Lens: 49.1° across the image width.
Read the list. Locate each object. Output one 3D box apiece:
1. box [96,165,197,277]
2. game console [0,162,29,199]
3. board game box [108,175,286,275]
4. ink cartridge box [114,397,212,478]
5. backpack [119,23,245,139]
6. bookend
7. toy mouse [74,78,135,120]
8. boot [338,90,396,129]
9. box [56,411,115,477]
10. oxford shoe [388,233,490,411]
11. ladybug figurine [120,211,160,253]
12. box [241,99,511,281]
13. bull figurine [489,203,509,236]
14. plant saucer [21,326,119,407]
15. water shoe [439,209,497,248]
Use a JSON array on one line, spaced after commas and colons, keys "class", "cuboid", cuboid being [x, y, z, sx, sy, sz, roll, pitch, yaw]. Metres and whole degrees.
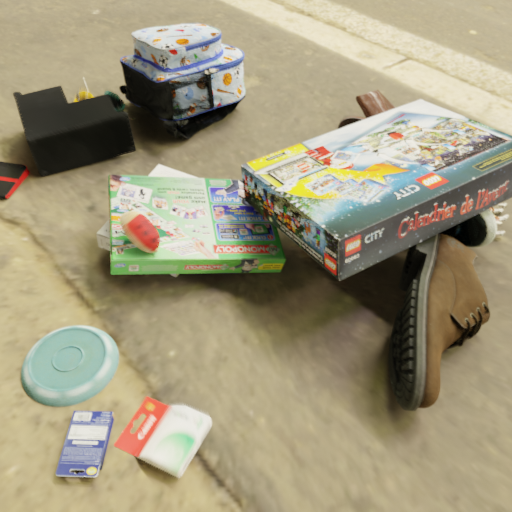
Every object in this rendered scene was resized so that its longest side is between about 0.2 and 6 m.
[{"class": "box", "cuboid": [-1.740, -0.763, 10.925, 1.693, 0.426, 2.345, 20, 50, 11]}, {"class": "game console", "cuboid": [-5.667, -1.654, 12.119, 1.231, 0.191, 1.088, 8, 49, 9]}, {"class": "board game box", "cuboid": [-1.134, -0.597, 10.261, 3.027, 0.441, 2.037, 0, 52, -16]}, {"class": "ink cartridge box", "cuboid": [-1.318, 2.475, 7.885, 1.111, 0.278, 0.894, 20, 48, 16]}, {"class": "backpack", "cuboid": [-1.665, -4.490, 13.684, 2.719, 2.199, 2.855, -19, 44, -32]}, {"class": "bookend", "cuboid": [-4.188, -3.073, 12.842, 2.163, 1.003, 2.177, -20, 49, -16]}, {"class": "toy mouse", "cuboid": [-3.698, -3.465, 13.674, 1.498, 0.326, 1.686, 13, 60, -9]}, {"class": "boot", "cuboid": [2.580, -3.196, 12.853, 2.268, 0.782, 2.433, 20, 41, -27]}, {"class": "box", "cuboid": [-2.370, 2.626, 7.797, 0.587, 0.157, 0.969, 2, 44, 2]}, {"class": "oxford shoe", "cuboid": [2.964, 0.927, 8.768, 1.484, 1.278, 3.516, 20, 51, 7]}, {"class": "ladybug figurine", "cuboid": [-1.874, -0.411, 9.224, 0.834, 0.300, 0.566, 49, 28, -8]}, {"class": "box", "cuboid": [2.338, -1.432, 10.060, 4.360, 0.822, 2.978, -23, 41, -20]}, {"class": "bull figurine", "cuboid": [4.544, -0.918, 11.164, 0.822, 0.441, 1.354, 12, 46, 11]}, {"class": "plant saucer", "cuboid": [-2.923, 1.648, 8.758, 1.505, 0.206, 1.505, 0, 46, 0]}, {"class": "water shoe", "cuboid": [3.039, -0.790, 10.663, 1.153, 1.045, 2.922, -29, 42, -29]}]
